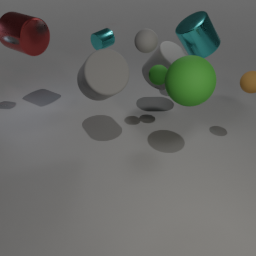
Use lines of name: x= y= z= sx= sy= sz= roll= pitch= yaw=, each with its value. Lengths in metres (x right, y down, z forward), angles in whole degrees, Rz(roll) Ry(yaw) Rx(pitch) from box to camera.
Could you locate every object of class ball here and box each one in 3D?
ball: x=3.873 y=-1.433 z=8.758 sx=0.700 sy=0.700 sz=0.700 roll=0 pitch=31 yaw=0
ball: x=1.066 y=-1.849 z=9.767 sx=0.700 sy=0.700 sz=0.700 roll=0 pitch=31 yaw=0
ball: x=1.723 y=-1.299 z=7.780 sx=1.400 sy=1.400 sz=1.400 roll=0 pitch=31 yaw=0
ball: x=0.543 y=-2.590 z=8.345 sx=0.700 sy=0.700 sz=0.700 roll=0 pitch=31 yaw=0

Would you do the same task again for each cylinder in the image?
cylinder: x=2.877 y=-3.783 z=11.523 sx=1.400 sy=1.400 sz=1.400 roll=-28 pitch=35 yaw=22
cylinder: x=-0.825 y=-1.642 z=8.929 sx=1.400 sy=1.400 sz=1.400 roll=-12 pitch=2 yaw=-19
cylinder: x=-0.994 y=-3.482 z=11.020 sx=0.700 sy=0.700 sz=0.700 roll=27 pitch=49 yaw=37
cylinder: x=1.493 y=-2.479 z=11.228 sx=1.400 sy=1.400 sz=1.400 roll=17 pitch=54 yaw=-24
cylinder: x=-3.973 y=-3.594 z=10.696 sx=1.400 sy=1.400 sz=1.400 roll=23 pitch=38 yaw=27
